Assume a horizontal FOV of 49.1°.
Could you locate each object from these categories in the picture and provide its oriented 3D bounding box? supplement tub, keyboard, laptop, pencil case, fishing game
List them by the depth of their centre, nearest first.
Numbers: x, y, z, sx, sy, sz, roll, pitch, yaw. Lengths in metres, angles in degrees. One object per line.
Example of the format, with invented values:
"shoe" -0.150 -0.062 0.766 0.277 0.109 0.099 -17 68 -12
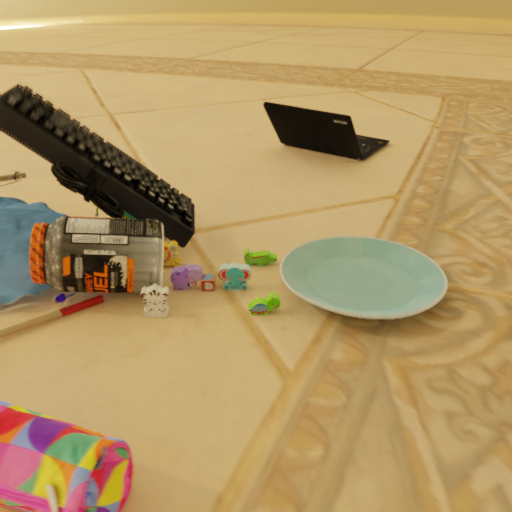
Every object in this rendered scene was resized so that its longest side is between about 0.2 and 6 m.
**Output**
"pencil case" -2.258 1.971 5.423 2.193 0.969 0.969 9 30 20
"supplement tub" -2.373 -0.012 8.511 1.885 1.155 1.155 1 29 -11
"fishing game" -4.357 -0.033 9.089 2.888 0.627 4.033 -20 49 -35
"keyboard" -2.539 -1.449 9.227 3.643 0.467 2.188 33 24 -20
"laptop" 1.894 -3.435 14.581 2.448 1.427 2.762 19 34 29

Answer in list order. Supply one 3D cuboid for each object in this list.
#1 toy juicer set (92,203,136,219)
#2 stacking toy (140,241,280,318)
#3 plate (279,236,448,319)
"toy juicer set" -2.326 -0.996 10.729 1.287 0.550 2.023 50 36 9
"stacking toy" -0.701 0.300 8.835 2.159 0.507 1.628 0 29 -2
"plate" 1.655 0.364 8.836 2.584 0.330 2.584 1 28 -1
